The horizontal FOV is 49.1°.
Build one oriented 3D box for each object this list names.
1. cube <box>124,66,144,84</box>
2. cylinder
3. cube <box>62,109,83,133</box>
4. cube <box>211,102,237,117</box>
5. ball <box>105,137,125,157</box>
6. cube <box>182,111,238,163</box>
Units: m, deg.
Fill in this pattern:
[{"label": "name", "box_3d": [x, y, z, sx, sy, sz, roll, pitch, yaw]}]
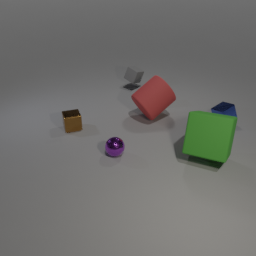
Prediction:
[{"label": "cube", "box_3d": [0.329, -2.908, 15.262, 0.700, 0.700, 0.700, 36, 30, 23]}, {"label": "cylinder", "box_3d": [1.094, -1.297, 12.053, 1.400, 1.400, 1.400, -41, 38, -3]}, {"label": "cube", "box_3d": [-2.314, -0.294, 11.597, 0.700, 0.700, 0.700, -10, 31, -17]}, {"label": "cube", "box_3d": [4.076, -0.614, 11.876, 0.700, 0.700, 0.700, -30, 25, -15]}, {"label": "ball", "box_3d": [-0.463, 0.660, 9.907, 0.700, 0.700, 0.700, 0, 29, 0]}, {"label": "cube", "box_3d": [2.765, 0.226, 9.392, 1.400, 1.400, 1.400, 12, 9, 24]}]
